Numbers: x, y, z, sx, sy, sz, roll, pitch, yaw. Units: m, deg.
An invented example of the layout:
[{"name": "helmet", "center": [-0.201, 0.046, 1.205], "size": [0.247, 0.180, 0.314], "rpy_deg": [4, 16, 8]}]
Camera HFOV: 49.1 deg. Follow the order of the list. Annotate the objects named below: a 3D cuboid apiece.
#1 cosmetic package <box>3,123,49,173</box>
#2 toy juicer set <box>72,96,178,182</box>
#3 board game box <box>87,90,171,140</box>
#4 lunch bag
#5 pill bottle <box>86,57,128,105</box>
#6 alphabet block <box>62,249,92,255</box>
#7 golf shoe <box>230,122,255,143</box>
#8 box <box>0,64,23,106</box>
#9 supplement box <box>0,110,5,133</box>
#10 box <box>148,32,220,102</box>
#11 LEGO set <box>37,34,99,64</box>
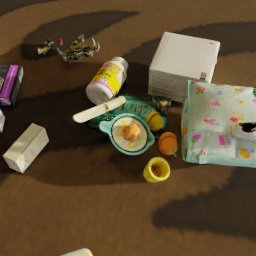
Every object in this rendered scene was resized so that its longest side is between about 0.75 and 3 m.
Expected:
[{"name": "cosmetic package", "center": [-2.795, 0.548, 7.772], "size": [0.455, 0.644, 1.244], "rpy_deg": [20, 55, 15]}, {"name": "toy juicer set", "center": [0.205, -0.042, 7.522], "size": [2.876, 0.783, 1.830], "rpy_deg": [40, 58, 1]}, {"name": "board game box", "center": [0.081, -0.491, 8.813], "size": [2.382, 0.335, 1.611], "rpy_deg": [9, 52, 7]}, {"name": "lunch bag", "center": [2.558, 0.032, 7.620], "size": [2.182, 1.562, 2.561], "rpy_deg": [6, 46, 3]}, {"name": "pill bottle", "center": [-0.587, -1.523, 8.844], "size": [0.867, 0.867, 1.663], "rpy_deg": [17, 53, 14]}, {"name": "alphabet block", "center": [-1.404, 3.548, 3.856], "size": [2.336, 2.324, 2.379], "rpy_deg": [-5, 48, -35]}, {"name": "golf shoe", "center": [2.967, 0.099, 6.401], "size": [1.156, 0.562, 0.453], "rpy_deg": [5, 67, 2]}, {"name": "box", "center": [-4.900, -1.525, 9.351], "size": [2.394, 0.432, 1.712], "rpy_deg": [4, 48, -10]}, {"name": "supplement box", "center": [-4.437, -0.211, 8.369], "size": [1.204, 0.609, 0.622], "rpy_deg": [-5, 55, -1]}, {"name": "box", "center": [1.839, -1.967, 9.300], "size": [1.918, 1.254, 1.908], "rpy_deg": [15, 58, 12]}, {"name": "LEGO set", "center": [-2.190, -2.951, 10.759], "size": [2.505, 0.710, 1.627], "rpy_deg": [20, 50, 31]}]
